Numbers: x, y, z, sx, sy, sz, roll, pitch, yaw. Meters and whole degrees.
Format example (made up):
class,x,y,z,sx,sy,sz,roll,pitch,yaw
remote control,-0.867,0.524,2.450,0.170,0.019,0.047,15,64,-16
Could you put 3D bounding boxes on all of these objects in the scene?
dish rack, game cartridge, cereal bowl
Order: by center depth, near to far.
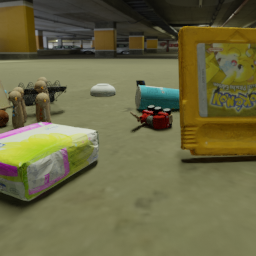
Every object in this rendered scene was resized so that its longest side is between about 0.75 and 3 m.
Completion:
class,x,y,z,sx,sy,sz,roll,pitch,yaw
game cartridge,1.987,-0.667,5.176,2.080,2.360,0.383,-1,-6,-5
dish rack,-2.907,-1.175,9.072,1.569,0.558,2.045,-11,-3,-30
cereal bowl,-1.053,-1.618,11.765,1.075,0.448,1.075,0,16,0

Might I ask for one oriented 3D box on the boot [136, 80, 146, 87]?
class,x,y,z,sx,sy,sz,roll,pitch,yaw
boot,0.600,-1.649,11.364,0.554,0.718,1.482,1,16,5

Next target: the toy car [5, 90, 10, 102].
class,x,y,z,sx,sy,sz,roll,pitch,yaw
toy car,-4.418,-1.029,9.321,0.911,0.683,0.797,-14,20,-39

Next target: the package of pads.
class,x,y,z,sx,sy,sz,roll,pitch,yaw
package of pads,-1.455,0.407,4.527,1.396,0.616,1.807,8,18,26

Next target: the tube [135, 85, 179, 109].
class,x,y,z,sx,sy,sz,roll,pitch,yaw
tube,1.756,-0.959,9.186,2.974,0.749,1.152,1,25,-10

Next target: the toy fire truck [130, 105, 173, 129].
class,x,y,z,sx,sy,sz,roll,pitch,yaw
toy fire truck,0.552,-0.253,7.028,0.930,0.598,0.819,-28,31,-36

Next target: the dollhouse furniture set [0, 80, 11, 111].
class,x,y,z,sx,sy,sz,roll,pitch,yaw
dollhouse furniture set,-3.821,-0.727,7.535,1.149,0.764,1.007,-17,7,29

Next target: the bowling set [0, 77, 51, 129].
class,x,y,z,sx,sy,sz,roll,pitch,yaw
bowling set,-2.686,-0.618,7.082,1.487,1.147,2.137,-5,17,-19
